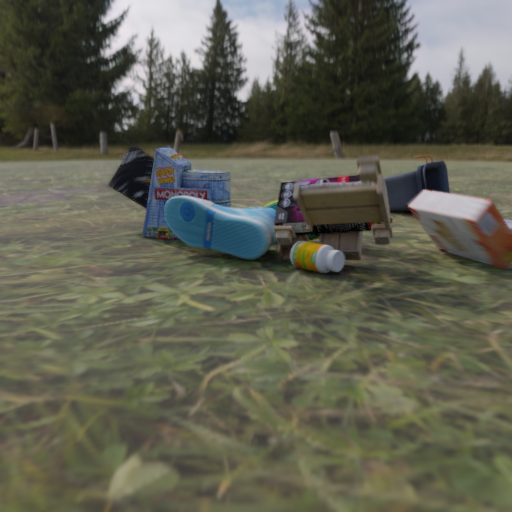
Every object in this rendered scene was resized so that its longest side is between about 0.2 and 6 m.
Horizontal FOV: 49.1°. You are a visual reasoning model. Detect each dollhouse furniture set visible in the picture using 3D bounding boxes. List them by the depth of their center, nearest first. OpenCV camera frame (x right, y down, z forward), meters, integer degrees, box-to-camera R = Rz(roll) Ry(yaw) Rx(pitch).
[{"bbox_3d":[1.149,-1.057,9.368,2.122,1.215,2.488,-1,-31,19],"label":"dollhouse furniture set"}]

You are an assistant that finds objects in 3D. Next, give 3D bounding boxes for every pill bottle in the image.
[{"bbox_3d":[1.047,0.030,9.511,0.863,0.479,0.479,11,17,43],"label":"pill bottle"}]

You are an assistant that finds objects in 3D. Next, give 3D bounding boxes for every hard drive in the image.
[{"bbox_3d":[-2.768,-1.849,14.152,0.314,1.159,1.659,25,-6,47],"label":"hard drive"}]

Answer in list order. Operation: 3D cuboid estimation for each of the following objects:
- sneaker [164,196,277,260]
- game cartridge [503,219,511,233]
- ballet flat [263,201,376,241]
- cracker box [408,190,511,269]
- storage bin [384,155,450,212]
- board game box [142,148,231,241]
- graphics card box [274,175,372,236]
[{"bbox_3d":[-0.541,-0.640,11.139,2.367,0.941,1.545,23,22,22],"label":"sneaker"},{"bbox_3d":[5.792,-0.654,13.111,1.024,0.303,1.579,-11,17,-27],"label":"game cartridge"},{"bbox_3d":[1.441,-0.845,11.879,2.829,0.945,0.948,-5,7,28],"label":"ballet flat"},{"bbox_3d":[3.783,-0.523,10.296,0.528,1.225,1.830,-45,22,-6],"label":"cracker box"},{"bbox_3d":[4.674,-2.081,16.834,1.596,1.729,2.376,-4,8,33],"label":"storage bin"},{"bbox_3d":[-1.563,-1.349,12.249,1.982,1.980,0.611,5,16,22],"label":"board game box"},{"bbox_3d":[1.217,-0.901,10.051,1.688,0.429,1.059,-3,52,19],"label":"graphics card box"}]
